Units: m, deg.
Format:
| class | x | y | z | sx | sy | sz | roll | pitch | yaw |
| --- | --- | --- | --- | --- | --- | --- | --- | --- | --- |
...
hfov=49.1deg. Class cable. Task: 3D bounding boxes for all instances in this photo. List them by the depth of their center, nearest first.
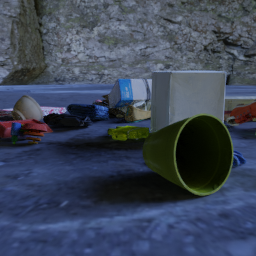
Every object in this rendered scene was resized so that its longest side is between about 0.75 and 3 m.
| class | x | y | z | sx | sy | sz | roll | pitch | yaw |
| --- | --- | --- | --- | --- | --- | --- | --- | --- | --- |
| cable | -2.268 | -0.312 | 10.613 | 1.852 | 0.470 | 1.511 | 1 | 1 | 6 |

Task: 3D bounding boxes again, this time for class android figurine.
| class | x | y | z | sx | sy | sz | roll | pitch | yaw |
| --- | --- | --- | --- | --- | --- | --- | --- | --- | --- |
| android figurine | 0.095 | 0.149 | 9.117 | 1.456 | 0.299 | 1.326 | 6 | 12 | 32 |

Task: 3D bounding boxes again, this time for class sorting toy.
| class | x | y | z | sx | sy | sz | roll | pitch | yaw |
| --- | --- | --- | --- | --- | --- | --- | --- | --- | --- |
| sorting toy | -3.069 | 0.207 | 8.434 | 0.911 | 0.623 | 1.517 | 10 | -9 | -38 |

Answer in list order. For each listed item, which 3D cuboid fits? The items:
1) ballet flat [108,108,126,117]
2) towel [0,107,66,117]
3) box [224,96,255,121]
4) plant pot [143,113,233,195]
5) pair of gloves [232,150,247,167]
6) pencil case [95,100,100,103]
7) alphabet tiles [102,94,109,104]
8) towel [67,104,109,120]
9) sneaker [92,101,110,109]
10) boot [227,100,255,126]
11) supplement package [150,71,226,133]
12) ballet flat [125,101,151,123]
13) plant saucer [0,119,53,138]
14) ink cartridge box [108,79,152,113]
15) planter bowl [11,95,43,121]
| class | x | y | z | sx | sy | sz | roll | pitch | yaw |
| --- | --- | --- | --- | --- | --- | --- | --- | --- | --- |
| ballet flat | -0.964 | -0.700 | 13.269 | 1.832 | 0.425 | 0.617 | 10 | -21 | 20 |
| towel | -4.610 | -0.746 | 13.556 | 1.990 | 0.407 | 2.719 | 5 | 10 | 27 |
| box | 4.883 | -0.886 | 12.515 | 1.812 | 0.987 | 1.159 | 1 | 11 | 6 |
| plant pot | 0.999 | 0.463 | 5.345 | 1.393 | 1.393 | 1.341 | -6 | 2 | -29 |
| pair of gloves | 1.655 | 0.669 | 6.726 | 2.055 | 0.234 | 1.652 | -4 | 10 | -24 |
| pencil case | -1.824 | -1.479 | 17.005 | 0.423 | 0.443 | 1.023 | -29 | 12 | 1 |
| alphabet tiles | -0.680 | -1.571 | 14.981 | 1.341 | 0.061 | 1.604 | -13 | -16 | 22 |
| towel | -1.572 | -0.655 | 11.517 | 1.299 | 0.565 | 2.327 | 5 | 3 | 8 |
| sneaker | -1.294 | -1.193 | 15.219 | 1.405 | 0.557 | 0.519 | 3 | 10 | 7 |
| boot | 4.527 | -0.497 | 10.526 | 0.963 | 0.674 | 1.796 | -42 | 10 | -21 |
| supplement package | 1.713 | -0.686 | 8.620 | 1.621 | 2.108 | 2.205 | -2 | 11 | -9 |
| ballet flat | 0.857 | -0.792 | 12.527 | 0.884 | 0.812 | 2.577 | 9 | 14 | 37 |
| plant saucer | -3.805 | -0.037 | 10.039 | 1.710 | 0.314 | 1.707 | -7 | 13 | -34 |
| ink cartridge box | 0.568 | -1.518 | 13.611 | 2.639 | 1.133 | 1.933 | -2 | -16 | -18 |
| planter bowl | -4.100 | -0.598 | 11.165 | 1.190 | 1.190 | 0.801 | 9 | 42 | 37 |
